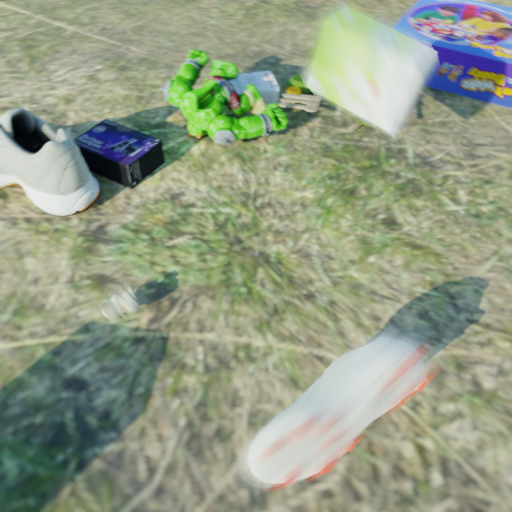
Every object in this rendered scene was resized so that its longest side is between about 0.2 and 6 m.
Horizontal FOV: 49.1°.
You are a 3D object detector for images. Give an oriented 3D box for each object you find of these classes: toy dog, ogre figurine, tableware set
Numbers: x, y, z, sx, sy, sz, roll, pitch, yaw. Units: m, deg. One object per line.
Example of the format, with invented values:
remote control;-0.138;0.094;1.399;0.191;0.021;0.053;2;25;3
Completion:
toy dog;-1.972;0.742;8.077;0.491;0.343;0.476;-21;34;-7
ogre figurine;-0.799;-3.127;11.224;1.559;1.275;2.600;-39;92;-31
tableware set;1.923;-3.356;12.182;2.787;0.428;1.877;9;43;10

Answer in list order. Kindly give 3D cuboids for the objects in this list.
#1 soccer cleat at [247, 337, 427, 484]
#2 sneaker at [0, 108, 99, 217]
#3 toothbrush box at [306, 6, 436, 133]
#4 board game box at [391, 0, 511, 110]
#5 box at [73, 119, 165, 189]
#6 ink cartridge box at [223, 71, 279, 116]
soccer cleat;0.876;1.734;6.422;2.350;0.814;0.912;-30;19;-15
sneaker;-4.387;-2.019;9.967;3.505;1.612;1.327;18;48;18
toothbrush box;1.724;-2.869;8.643;1.623;1.182;0.699;33;53;12
board game box;5.589;-4.766;13.081;4.502;1.008;3.027;23;50;21
box;-2.629;-1.967;10.666;1.441;0.568;1.017;23;47;22
ink cartridge box;-0.194;-3.570;12.258;1.231;0.517;0.896;-8;46;-8
